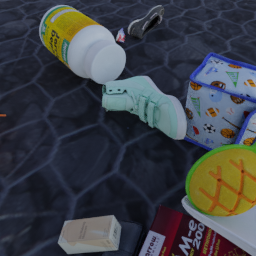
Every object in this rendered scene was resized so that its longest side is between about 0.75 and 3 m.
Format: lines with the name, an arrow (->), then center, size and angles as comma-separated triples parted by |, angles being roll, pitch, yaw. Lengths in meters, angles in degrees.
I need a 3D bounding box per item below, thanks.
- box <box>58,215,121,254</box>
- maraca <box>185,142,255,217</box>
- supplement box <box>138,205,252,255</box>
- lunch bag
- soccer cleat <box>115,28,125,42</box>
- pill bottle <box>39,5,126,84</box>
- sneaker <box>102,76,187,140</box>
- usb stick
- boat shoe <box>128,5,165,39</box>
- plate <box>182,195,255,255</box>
box -> -0.645, 1.826, 4.782 | 0.968, 0.376, 0.460 | -13, 36, 17
maraca -> 1.751, 0.773, 4.428 | 1.726, 1.184, 0.923 | -24, 17, 3
supplement box -> 1.295, 2.204, 4.436 | 2.146, 0.653, 1.168 | 17, 46, 18
lunch bag -> 2.429, -0.266, 6.091 | 2.266, 1.926, 1.403 | 25, 54, 22
soccer cleat -> -0.260, -3.552, 10.755 | 0.345, 0.321, 0.942 | 24, 38, -11
pill bottle -> -1.411, -2.566, 8.708 | 1.642, 1.642, 2.912 | -28, 52, -26
sneaker -> 0.236, -0.434, 6.930 | 1.578, 0.984, 2.675 | -11, 35, -20
usb stick -> -0.305, 2.439, 4.366 | 0.610, 0.358, 2.199 | 7, 43, 23
boat shoe -> 0.888, -4.138, 11.089 | 0.628, 0.737, 2.203 | 37, 59, 17
plate -> 2.559, 1.580, 4.636 | 2.573, 0.417, 2.579 | -13, 31, -44
